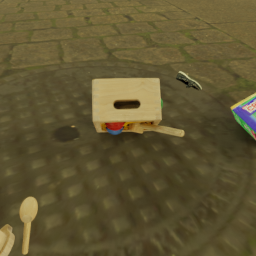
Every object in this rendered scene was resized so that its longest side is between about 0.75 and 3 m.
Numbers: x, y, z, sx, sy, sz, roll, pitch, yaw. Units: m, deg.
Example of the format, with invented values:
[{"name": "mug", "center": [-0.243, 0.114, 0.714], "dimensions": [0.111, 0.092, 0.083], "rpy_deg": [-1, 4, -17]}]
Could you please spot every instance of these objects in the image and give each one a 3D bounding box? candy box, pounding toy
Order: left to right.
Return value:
[{"name": "pounding toy", "center": [-1.924, 1.831, 3.871], "dimensions": [1.779, 1.021, 1.017], "rpy_deg": [-44, 19, 1]}, {"name": "pounding toy", "center": [0.164, -0.344, 6.917], "dimensions": [1.995, 1.837, 1.418], "rpy_deg": [-1, 80, -3]}, {"name": "candy box", "center": [3.802, -0.290, 7.284], "dimensions": [1.440, 0.656, 1.703], "rpy_deg": [-32, 36, 6]}]

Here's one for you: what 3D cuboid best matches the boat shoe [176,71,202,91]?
[{"name": "boat shoe", "center": [1.888, -1.403, 8.789], "dimensions": [0.887, 0.331, 0.294], "rpy_deg": [38, 80, -3]}]
